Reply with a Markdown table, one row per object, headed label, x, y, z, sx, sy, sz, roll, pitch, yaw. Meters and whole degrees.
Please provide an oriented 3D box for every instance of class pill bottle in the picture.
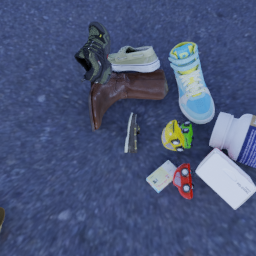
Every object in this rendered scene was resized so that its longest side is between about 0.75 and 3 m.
| label | x | y | z | sx | sy | sz | roll | pitch | yaw |
| --- | --- | --- | --- | --- | --- | --- | --- | --- | --- |
| pill bottle | 3.522 | 0.386 | 7.682 | 2.303 | 1.379 | 1.379 | 19 | 61 | 20 |

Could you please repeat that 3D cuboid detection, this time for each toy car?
| label | x | y | z | sx | sy | sz | roll | pitch | yaw |
| --- | --- | --- | --- | --- | --- | --- | --- | --- | --- |
| toy car | 1.457 | 0.508 | 7.756 | 0.511 | 2.289 | 2.154 | -7 | 25 | 22 |

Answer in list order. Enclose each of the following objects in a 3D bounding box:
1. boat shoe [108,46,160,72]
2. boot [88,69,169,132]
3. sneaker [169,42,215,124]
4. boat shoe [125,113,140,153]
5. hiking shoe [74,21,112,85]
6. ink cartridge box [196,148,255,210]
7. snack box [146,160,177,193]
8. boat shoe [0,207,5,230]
| label | x | y | z | sx | sy | sz | roll | pitch | yaw |
| --- | --- | --- | --- | --- | --- | --- | --- | --- | --- |
| boat shoe | 0.063 | -2.342 | 9.230 | 2.347 | 0.728 | 0.845 | 13 | 42 | 42 |
| boot | 0.100 | -0.959 | 8.935 | 2.634 | 0.846 | 2.455 | 2 | 60 | -4 |
| sneaker | 1.881 | -1.516 | 8.581 | 1.049 | 1.722 | 2.638 | -19 | 56 | 9 |
| boat shoe | 0.164 | 0.148 | 8.419 | 0.390 | 0.462 | 1.295 | 8 | 66 | 1 |
| hiking shoe | -1.041 | -2.236 | 8.081 | 0.986 | 0.741 | 1.958 | -1 | 75 | -34 |
| ink cartridge box | 2.384 | 1.154 | 6.906 | 1.207 | 1.668 | 0.703 | 44 | 102 | 14 |
| snack box | 0.993 | 1.350 | 7.850 | 0.863 | 0.160 | 0.501 | -36 | 65 | -18 |
| boat shoe | -3.388 | 2.524 | 7.009 | 0.390 | 0.350 | 1.054 | 20 | 56 | -16 |
